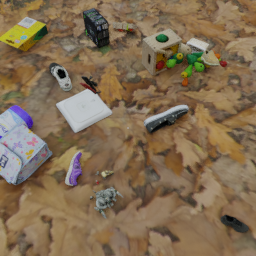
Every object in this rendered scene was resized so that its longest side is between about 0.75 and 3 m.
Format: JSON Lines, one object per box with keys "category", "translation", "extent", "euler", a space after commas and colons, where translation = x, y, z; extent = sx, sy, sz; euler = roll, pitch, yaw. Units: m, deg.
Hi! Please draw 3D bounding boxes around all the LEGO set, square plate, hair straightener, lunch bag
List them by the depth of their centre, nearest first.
{"category": "hair straightener", "translation": [-1.042, -1.302, 8.245], "extent": [0.231, 1.130, 0.435], "euler": [9, 82, 24]}
{"category": "LEGO set", "translation": [-0.807, 2.151, 9.513], "extent": [1.097, 0.479, 1.689], "euler": [-17, 57, -11]}
{"category": "lunch bag", "translation": [-3.906, 0.943, 9.966], "extent": [1.510, 1.132, 1.781], "euler": [35, 68, 19]}
{"category": "square plate", "translation": [-1.855, -0.855, 11.718], "extent": [1.777, 0.255, 1.793], "euler": [-29, 61, -18]}

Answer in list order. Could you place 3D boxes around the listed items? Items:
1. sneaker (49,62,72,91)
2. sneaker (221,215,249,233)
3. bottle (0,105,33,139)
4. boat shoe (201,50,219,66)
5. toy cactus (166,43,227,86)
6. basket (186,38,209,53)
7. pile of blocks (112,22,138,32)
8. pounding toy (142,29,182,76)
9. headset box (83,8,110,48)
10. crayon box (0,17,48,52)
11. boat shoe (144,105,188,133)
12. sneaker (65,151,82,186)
{"category": "sneaker", "translation": [-3.051, -2.525, 12.546], "extent": [0.669, 0.800, 1.807], "euler": [-30, 59, -17]}
{"category": "sneaker", "translation": [3.433, 3.048, 8.950], "extent": [0.883, 0.401, 0.335], "euler": [20, 56, 12]}
{"category": "bottle", "translation": [-4.907, 0.295, 10.546], "extent": [1.111, 0.868, 2.659], "euler": [34, 62, 21]}
{"category": "boat shoe", "translation": [2.330, -2.011, 7.946], "extent": [0.346, 0.368, 0.966], "euler": [2, 26, -12]}
{"category": "toy cactus", "translation": [2.850, -3.097, 12.759], "extent": [2.768, 1.415, 2.284], "euler": [-16, 45, -11]}
{"category": "basket", "translation": [3.328, -3.813, 13.509], "extent": [0.983, 0.666, 0.606], "euler": [30, 57, 19]}
{"category": "pile of blocks", "translation": [-0.189, -5.242, 14.696], "extent": [1.377, 0.565, 0.428], "euler": [15, 99, 20]}
{"category": "pounding toy", "translation": [1.491, -3.365, 12.443], "extent": [1.727, 1.876, 1.334], "euler": [-27, 60, -17]}
{"category": "headset box", "translation": [-1.593, -4.997, 13.910], "extent": [0.694, 1.302, 1.496], "euler": [-27, 60, -17]}
{"category": "crayon box", "translation": [-5.273, -4.671, 14.150], "extent": [1.346, 0.538, 2.120], "euler": [26, 59, 17]}
{"category": "boat shoe", "translation": [1.587, -0.328, 11.165], "extent": [1.932, 0.663, 0.547], "euler": [-22, 64, -7]}
{"category": "sneaker", "translation": [-1.859, 1.468, 10.075], "extent": [0.532, 0.514, 1.275], "euler": [16, 65, -7]}
